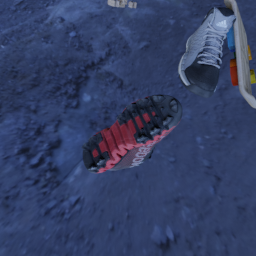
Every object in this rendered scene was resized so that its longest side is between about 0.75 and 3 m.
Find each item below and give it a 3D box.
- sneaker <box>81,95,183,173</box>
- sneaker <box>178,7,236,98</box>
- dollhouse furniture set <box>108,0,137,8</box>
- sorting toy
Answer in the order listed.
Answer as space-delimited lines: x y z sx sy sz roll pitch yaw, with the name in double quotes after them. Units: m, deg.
0.136 0.117 3.990 0.854 1.749 0.618 9 54 -47 "sneaker"
1.493 -1.553 5.105 0.756 1.164 2.016 19 47 -7 "sneaker"
-0.241 -4.957 10.057 1.032 1.123 0.731 -15 38 -37 "dollhouse furniture set"
2.647 -1.484 6.499 0.373 2.789 2.078 -10 83 27 "sorting toy"
